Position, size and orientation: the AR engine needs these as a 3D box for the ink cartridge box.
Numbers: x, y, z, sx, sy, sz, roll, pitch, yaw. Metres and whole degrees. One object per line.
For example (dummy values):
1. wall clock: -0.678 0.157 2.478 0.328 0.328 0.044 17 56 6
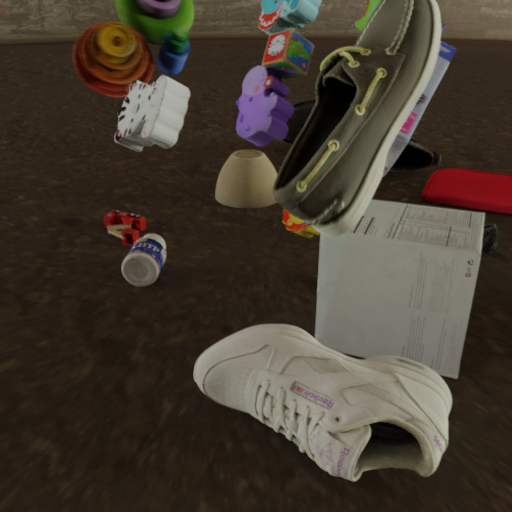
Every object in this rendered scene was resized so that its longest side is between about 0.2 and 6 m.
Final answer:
1. ink cartridge box: 1.933 -1.903 6.931 0.358 1.018 1.705 26 74 4

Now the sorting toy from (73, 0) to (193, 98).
1. sorting toy: -1.874 -3.877 9.483 1.653 2.751 1.129 32 -15 -12

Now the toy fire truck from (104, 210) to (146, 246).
1. toy fire truck: -2.232 -0.478 9.365 0.999 0.243 0.704 13 29 25

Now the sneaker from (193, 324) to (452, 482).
1. sneaker: 0.515 1.299 5.022 2.414 0.904 1.202 7 27 14

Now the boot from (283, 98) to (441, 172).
1. boot: 2.189 -2.731 12.865 3.453 1.196 3.006 2 26 -1

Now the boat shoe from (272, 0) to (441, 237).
1. boat shoe: 0.879 -1.377 4.911 0.713 2.387 0.853 26 -6 -28

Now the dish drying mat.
1. dish drying mat: 5.404 -1.081 10.413 4.283 0.390 1.645 13 30 23

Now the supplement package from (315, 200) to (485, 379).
1. supplement package: 1.608 0.289 6.349 1.597 1.527 1.174 10 28 19

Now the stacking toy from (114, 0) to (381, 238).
1. stacking toy: 0.271 -2.676 7.286 3.184 4.223 0.992 20 -6 -40

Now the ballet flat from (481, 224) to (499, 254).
1. ballet flat: 3.158 -0.520 9.164 0.577 0.494 1.737 -22 34 -37

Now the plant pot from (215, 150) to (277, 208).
1. plant pot: -0.149 -1.555 10.846 1.299 0.872 1.299 1 26 0

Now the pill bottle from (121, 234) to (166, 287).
1. pill bottle: -1.576 0.024 8.046 0.513 0.513 0.856 1 26 2
